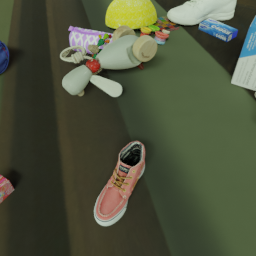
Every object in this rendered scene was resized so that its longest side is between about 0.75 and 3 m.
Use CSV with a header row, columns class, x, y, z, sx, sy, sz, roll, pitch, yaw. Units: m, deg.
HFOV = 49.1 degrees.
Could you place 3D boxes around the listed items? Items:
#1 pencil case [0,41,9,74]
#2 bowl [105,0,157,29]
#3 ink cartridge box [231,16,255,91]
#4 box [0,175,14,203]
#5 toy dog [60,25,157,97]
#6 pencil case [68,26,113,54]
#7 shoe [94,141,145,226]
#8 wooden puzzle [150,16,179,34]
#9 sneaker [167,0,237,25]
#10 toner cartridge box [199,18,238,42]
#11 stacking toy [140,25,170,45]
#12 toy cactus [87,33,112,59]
class,x,y,z,sx,sy,sz,roll,pitch,yaw
pencil case,-5.331,-2.555,8.965,2.948,1.280,1.150,15,22,13
bowl,0.092,-4.704,10.867,2.075,1.116,2.075,-3,37,2
ink cartridge box,4.599,-1.878,7.823,2.718,1.965,1.145,22,50,20
box,-2.852,1.386,5.789,0.417,0.399,0.836,25,51,22
toy dog,-0.476,-1.815,8.448,2.911,1.402,1.919,-21,49,4
pencil case,-0.979,-2.938,9.587,2.036,0.870,0.855,9,66,11
shoe,-0.156,1.079,5.795,0.639,0.814,1.790,21,50,19
wooden puzzle,1.334,-4.128,11.237,1.736,0.122,1.029,-19,49,-18
sneaker,2.982,-5.004,11.214,2.994,1.325,1.127,-14,48,-15
toner cartridge box,3.467,-3.800,10.810,0.638,0.290,1.342,-33,54,-27
stacking toy,1.014,-3.452,10.502,1.037,0.438,0.939,26,38,13
toy cactus,-0.968,-2.501,8.916,0.612,1.198,0.988,37,17,20
